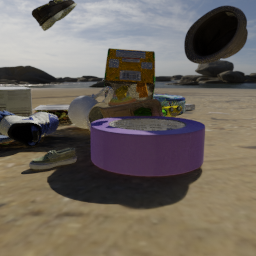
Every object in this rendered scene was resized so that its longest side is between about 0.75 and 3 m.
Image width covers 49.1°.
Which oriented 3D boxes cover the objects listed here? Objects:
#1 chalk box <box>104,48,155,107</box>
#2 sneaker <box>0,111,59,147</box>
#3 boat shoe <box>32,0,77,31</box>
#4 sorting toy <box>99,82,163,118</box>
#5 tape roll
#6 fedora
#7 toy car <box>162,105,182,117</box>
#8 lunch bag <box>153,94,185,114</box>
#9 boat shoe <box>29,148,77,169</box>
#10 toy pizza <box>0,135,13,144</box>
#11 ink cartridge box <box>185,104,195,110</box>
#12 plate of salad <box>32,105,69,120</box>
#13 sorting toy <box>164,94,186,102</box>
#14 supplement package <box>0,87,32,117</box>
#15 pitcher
[{"bbox_3d":[0.041,-1.394,11.066,1.810,2.910,1.801,4,55,-1],"label":"chalk box"},{"bbox_3d":[-2.710,0.087,7.972,1.198,0.838,2.074,26,14,31],"label":"sneaker"},{"bbox_3d":[-1.953,-3.234,7.618,0.632,0.534,1.774,-30,22,35],"label":"boat shoe"},{"bbox_3d":[0.106,-0.372,7.759,1.704,0.306,2.287,-5,-31,11],"label":"sorting toy"},{"bbox_3d":[0.430,0.285,6.415,2.558,0.839,2.558,1,10,0],"label":"tape roll"},{"bbox_3d":[3.076,-2.983,9.426,0.991,1.942,2.196,16,-28,-39],"label":"fedora"},{"bbox_3d":[1.241,-0.606,12.139,2.501,0.558,2.353,-1,11,1],"label":"toy car"},{"bbox_3d":[1.703,-1.259,14.642,2.374,0.979,1.908,8,10,32],"label":"lunch bag"},{"bbox_3d":[-1.584,0.633,5.937,1.030,0.319,0.371,-8,13,-38],"label":"boat shoe"},{"bbox_3d":[-3.721,0.369,7.820,1.080,0.171,1.080,-1,9,0],"label":"toy pizza"},{"bbox_3d":[3.027,-1.174,15.890,1.433,0.317,0.674,-4,10,-22],"label":"ink cartridge box"},{"bbox_3d":[-2.892,-0.695,12.375,2.680,0.644,2.680,0,3,0],"label":"plate of salad"},{"bbox_3d":[2.610,-1.570,17.338,1.957,0.803,1.176,7,19,-39],"label":"sorting toy"},{"bbox_3d":[-5.281,-0.870,11.033,2.608,1.446,2.031,-5,12,-27],"label":"supplement package"},{"bbox_3d":[-1.268,-0.735,9.895,1.177,1.666,1.942,30,-6,-32],"label":"pitcher"}]
